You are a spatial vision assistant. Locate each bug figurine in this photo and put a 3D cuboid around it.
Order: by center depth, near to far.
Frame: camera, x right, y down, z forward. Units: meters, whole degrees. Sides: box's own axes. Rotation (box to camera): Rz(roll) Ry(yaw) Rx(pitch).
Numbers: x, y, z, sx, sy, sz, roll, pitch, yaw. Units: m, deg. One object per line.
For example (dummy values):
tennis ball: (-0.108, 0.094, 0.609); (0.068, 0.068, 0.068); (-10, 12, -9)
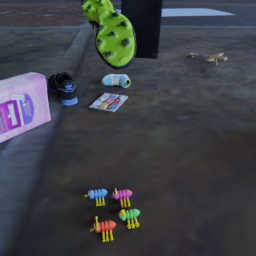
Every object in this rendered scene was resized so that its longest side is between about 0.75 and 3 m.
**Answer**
bug figurine: (-0.278, 1.349, 4.780); (0.855, 0.284, 1.103); (-7, 31, -13)

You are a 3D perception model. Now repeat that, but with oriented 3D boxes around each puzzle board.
puzzle board: (-0.583, -0.828, 8.632); (0.835, 0.096, 1.108); (12, 32, 19)

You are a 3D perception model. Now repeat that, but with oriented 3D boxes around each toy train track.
toy train track: (3.437, -3.023, 12.190); (1.049, 0.297, 1.828); (-31, 36, -31)

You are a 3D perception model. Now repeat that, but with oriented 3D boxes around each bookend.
bookend: (0.399, -3.613, 8.493); (1.116, 2.408, 2.423); (3, 28, 1)

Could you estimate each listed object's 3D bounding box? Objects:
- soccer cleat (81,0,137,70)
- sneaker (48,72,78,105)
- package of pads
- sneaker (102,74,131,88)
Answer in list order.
soccer cleat: (-0.364, -2.290, 6.877); (0.972, 1.167, 2.878); (-30, 52, 8)
sneaker: (-2.127, -1.486, 9.034); (0.725, 0.805, 2.068); (-16, 35, -24)
package of pads: (-2.978, -0.458, 6.788); (0.837, 1.332, 2.211); (23, 37, 34)
sneaker: (-0.365, -1.603, 9.651); (0.981, 0.390, 0.640); (-12, 32, -18)
